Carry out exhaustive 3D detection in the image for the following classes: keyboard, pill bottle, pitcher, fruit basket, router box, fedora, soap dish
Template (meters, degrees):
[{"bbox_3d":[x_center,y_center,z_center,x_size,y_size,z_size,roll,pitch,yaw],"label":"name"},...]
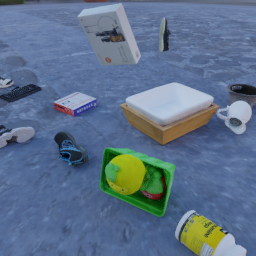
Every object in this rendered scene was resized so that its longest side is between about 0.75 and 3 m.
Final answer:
[{"bbox_3d":[-5.282,-1.788,13.627,1.121,0.240,1.867,19,35,29],"label":"keyboard"},{"bbox_3d":[1.749,2.421,5.968,0.755,0.755,1.342,-26,39,-37],"label":"pill bottle"},{"bbox_3d":[4.096,-0.556,10.818,1.224,0.865,1.426,35,45,8],"label":"pitcher"},{"bbox_3d":[0.079,1.295,7.069,2.133,1.538,2.133,7,17,-2],"label":"fruit basket"},{"bbox_3d":[-2.296,-1.066,12.276,1.262,0.343,1.406,22,37,32],"label":"router box"},{"bbox_3d":[5.001,-1.314,12.205,1.650,0.843,1.866,8,26,10],"label":"fedora"},{"bbox_3d":[1.570,-0.623,10.678,2.988,1.213,2.351,-21,37,-32],"label":"soap dish"}]

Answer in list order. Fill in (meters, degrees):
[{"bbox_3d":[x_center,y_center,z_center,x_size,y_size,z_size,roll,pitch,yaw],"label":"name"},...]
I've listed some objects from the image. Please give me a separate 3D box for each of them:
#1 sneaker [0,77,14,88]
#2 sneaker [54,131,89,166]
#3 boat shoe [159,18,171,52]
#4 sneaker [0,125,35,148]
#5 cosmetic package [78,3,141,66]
[{"bbox_3d":[-6.706,-2.458,14.295,1.609,0.705,0.608,0,29,-3],"label":"sneaker"},{"bbox_3d":[-2.013,0.633,9.129,0.701,0.627,1.712,-25,38,-35],"label":"sneaker"},{"bbox_3d":[1.647,-4.022,12.146,0.461,1.392,0.520,-2,11,-13],"label":"boat shoe"},{"bbox_3d":[-4.168,0.158,9.972,1.514,0.571,0.861,-18,37,-24],"label":"sneaker"},{"bbox_3d":[-0.481,-2.478,7.666,1.219,1.617,0.418,6,52,31],"label":"cosmetic package"}]
